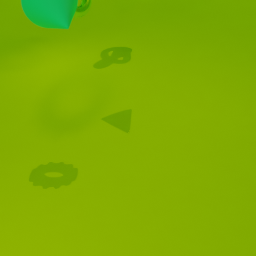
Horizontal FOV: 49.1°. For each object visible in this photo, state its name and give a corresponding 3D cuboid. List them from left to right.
[{"bbox_3d":[-1.068,-1.758,4.321,0.929,0.929,0.933,-17,52,-20],"label":"cone"},{"bbox_3d":[-1.384,-4.129,8.042,0.924,2.001,1.872,27,85,1],"label":"knot shape"}]
